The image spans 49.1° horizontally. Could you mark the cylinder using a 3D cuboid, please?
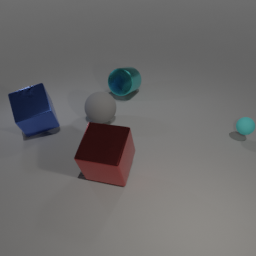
[{"bbox_3d":[-0.158,-2.479,14.749,1.400,1.400,1.400,11,19,19],"label":"cylinder"}]

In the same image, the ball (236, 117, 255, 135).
[{"bbox_3d":[4.606,-0.076,10.977,0.700,0.700,0.700,0,30,0],"label":"ball"}]

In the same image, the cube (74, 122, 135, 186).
[{"bbox_3d":[-0.666,0.832,8.908,1.400,1.400,1.400,8,56,15],"label":"cube"}]

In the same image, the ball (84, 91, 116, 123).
[{"bbox_3d":[-1.208,-0.904,12.321,1.400,1.400,1.400,0,30,0],"label":"ball"}]

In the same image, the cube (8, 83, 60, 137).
[{"bbox_3d":[-3.742,-0.695,11.250,1.400,1.400,1.400,-20,66,-8],"label":"cube"}]
